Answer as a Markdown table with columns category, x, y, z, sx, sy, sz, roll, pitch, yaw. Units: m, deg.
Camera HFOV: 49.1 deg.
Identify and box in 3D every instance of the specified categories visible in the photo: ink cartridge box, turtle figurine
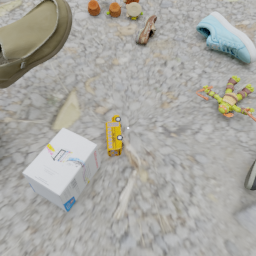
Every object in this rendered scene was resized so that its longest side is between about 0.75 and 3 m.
| category | x | y | z | sx | sy | sz | roll | pitch | yaw |
| --- | --- | --- | --- | --- | --- | --- | --- | --- | --- |
| ink cartridge box | -1.335 | 0.871 | 5.977 | 0.942 | 0.959 | 1.302 | 25 | 58 | 17 |
| turtle figurine | 2.774 | -0.717 | 7.357 | 1.761 | 0.567 | 1.420 | 30 | 53 | 24 |

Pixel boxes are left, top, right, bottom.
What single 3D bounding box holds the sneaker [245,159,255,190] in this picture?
| category | x | y | z | sx | sy | sz | roll | pitch | yaw |
| --- | --- | --- | --- | --- | --- | --- | --- | --- | --- |
| sneaker | 3.396 | 0.802 | 6.165 | 1.019 | 0.718 | 1.919 | 33 | 59 | 24 |

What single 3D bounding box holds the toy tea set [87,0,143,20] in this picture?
| category | x | y | z | sx | sy | sz | roll | pitch | yaw |
| --- | --- | --- | --- | --- | --- | --- | --- | --- | --- |
| toy tea set | -0.454 | -4.454 | 10.083 | 2.045 | 0.757 | 1.216 | 5 | 84 | 0 |

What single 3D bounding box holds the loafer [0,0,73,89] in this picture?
| category | x | y | z | sx | sy | sz | roll | pitch | yaw |
| --- | --- | --- | --- | --- | --- | --- | --- | --- | --- |
| loafer | -2.199 | -1.711 | 5.738 | 2.544 | 0.858 | 0.967 | -38 | 72 | 18 |

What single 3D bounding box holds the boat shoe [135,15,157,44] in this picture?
| category | x | y | z | sx | sy | sz | roll | pitch | yaw |
| --- | --- | --- | --- | --- | --- | --- | --- | --- | --- |
| boat shoe | 0.692 | -3.201 | 9.209 | 0.464 | 0.489 | 1.293 | 24 | 67 | 12 |

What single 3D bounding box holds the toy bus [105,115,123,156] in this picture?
| category | x | y | z | sx | sy | sz | roll | pitch | yaw |
| --- | --- | --- | --- | --- | --- | --- | --- | --- | --- |
| toy bus | -0.332 | 0.169 | 6.869 | 0.401 | 0.334 | 1.025 | -5 | 55 | -3 |

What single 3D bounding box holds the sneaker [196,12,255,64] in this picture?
| category | x | y | z | sx | sy | sz | roll | pitch | yaw |
| --- | --- | --- | --- | --- | --- | --- | --- | --- | --- |
| sneaker | 2.967 | -2.627 | 8.686 | 0.926 | 0.835 | 2.260 | -34 | 58 | 2 |
